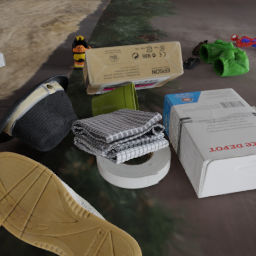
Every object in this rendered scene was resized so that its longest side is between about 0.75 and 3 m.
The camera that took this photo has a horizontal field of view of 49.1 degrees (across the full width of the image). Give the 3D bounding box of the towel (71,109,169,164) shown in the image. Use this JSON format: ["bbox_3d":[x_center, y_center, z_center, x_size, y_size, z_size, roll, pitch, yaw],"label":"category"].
[{"bbox_3d":[-0.233,0.080,6.180,1.498,0.774,1.809,-15,17,-33],"label":"towel"}]

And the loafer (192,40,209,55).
[{"bbox_3d":[3.200,-3.590,12.385,0.462,0.452,1.266,22,42,26],"label":"loafer"}]

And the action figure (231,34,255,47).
[{"bbox_3d":[5.872,-3.828,12.619,2.551,0.659,0.835,23,45,32],"label":"action figure"}]

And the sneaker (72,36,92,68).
[{"bbox_3d":[-1.892,-3.370,11.580,0.824,1.060,2.356,-5,37,-6],"label":"sneaker"}]

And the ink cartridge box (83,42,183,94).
[{"bbox_3d":[0.027,-1.775,8.646,2.701,1.014,2.225,-9,0,-10],"label":"ink cartridge box"}]

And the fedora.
[{"bbox_3d":[-2.012,-0.179,6.993,1.134,2.484,2.484,43,46,-1],"label":"fedora"}]

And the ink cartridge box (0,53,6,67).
[{"bbox_3d":[-6.893,-2.659,11.036,2.862,0.582,2.868,27,44,31],"label":"ink cartridge box"}]

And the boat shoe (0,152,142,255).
[{"bbox_3d":[-1.129,1.490,4.559,2.862,0.992,1.013,37,71,4],"label":"boat shoe"}]

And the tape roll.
[{"bbox_3d":[0.137,0.690,6.729,1.803,0.329,1.803,-1,36,1],"label":"tape roll"}]

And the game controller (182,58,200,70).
[{"bbox_3d":[2.537,-2.619,11.352,0.531,0.215,1.019,7,34,33],"label":"game controller"}]

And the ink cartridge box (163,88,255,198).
[{"bbox_3d":[2.150,0.188,6.753,1.964,1.152,2.682,-6,38,-8],"label":"ink cartridge box"}]

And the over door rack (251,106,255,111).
[{"bbox_3d":[3.978,0.302,6.894,1.454,0.655,1.968,-9,58,-13],"label":"over door rack"}]

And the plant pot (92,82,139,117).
[{"bbox_3d":[-0.343,-0.551,7.853,1.212,1.258,1.258,-9,36,7],"label":"plant pot"}]

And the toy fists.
[{"bbox_3d":[3.855,-2.824,11.070,1.229,0.829,2.411,-7,36,-10],"label":"toy fists"}]
